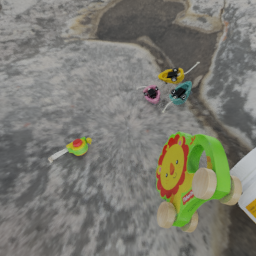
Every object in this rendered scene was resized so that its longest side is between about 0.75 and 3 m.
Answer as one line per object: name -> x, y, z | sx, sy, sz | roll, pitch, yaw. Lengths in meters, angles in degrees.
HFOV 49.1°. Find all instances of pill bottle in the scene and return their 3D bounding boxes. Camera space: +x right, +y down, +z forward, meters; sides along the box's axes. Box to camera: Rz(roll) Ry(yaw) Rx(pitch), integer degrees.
pill bottle -> 3.533, 1.757, 6.008 | 1.546, 1.546, 2.829 | -31, 63, -21

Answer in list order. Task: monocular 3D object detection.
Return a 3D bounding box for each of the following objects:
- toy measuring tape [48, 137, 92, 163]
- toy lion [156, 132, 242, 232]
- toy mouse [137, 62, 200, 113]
toy measuring tape -> -1.527, 0.645, 7.599 | 1.274, 0.469, 0.469 | -30, 59, -13
toy lion -> 1.277, 0.949, 6.209 | 0.797, 2.321, 2.225 | 15, 48, -16
toy mouse -> 1.215, -1.050, 8.588 | 2.098, 0.406, 1.864 | -9, 49, 22
